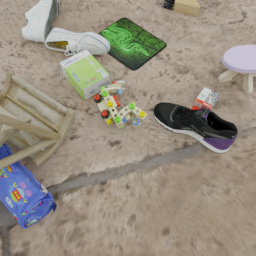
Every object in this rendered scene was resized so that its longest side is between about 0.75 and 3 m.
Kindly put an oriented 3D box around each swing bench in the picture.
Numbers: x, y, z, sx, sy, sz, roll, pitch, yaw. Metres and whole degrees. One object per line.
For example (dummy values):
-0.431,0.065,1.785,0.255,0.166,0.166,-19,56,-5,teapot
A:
-3.686,-0.309,7.860,2.957,2.973,1.929,31,107,22,swing bench

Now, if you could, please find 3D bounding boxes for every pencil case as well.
-3.068,1.455,7.589,2.584,1.008,1.122,41,95,22,pencil case

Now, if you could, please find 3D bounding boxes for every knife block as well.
2.222,-5.239,12.004,1.249,0.455,1.423,-22,62,-12,knife block

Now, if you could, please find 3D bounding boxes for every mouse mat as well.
0.025,-3.411,11.119,2.498,0.094,2.010,39,66,22,mouse mat

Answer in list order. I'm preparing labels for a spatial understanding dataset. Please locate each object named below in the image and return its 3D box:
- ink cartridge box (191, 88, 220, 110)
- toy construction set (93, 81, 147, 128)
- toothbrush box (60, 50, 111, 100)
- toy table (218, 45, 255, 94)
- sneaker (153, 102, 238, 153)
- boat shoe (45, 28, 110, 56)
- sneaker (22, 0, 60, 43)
2.568,-0.833,9.428,0.588,0.272,1.078,32,63,18,ink cartridge box
-0.321,-0.801,9.028,1.302,0.915,1.985,-27,56,2,toy construction set
-1.489,-1.884,9.843,1.111,0.657,1.526,-33,65,-18,toothbrush box
4.052,-2.121,9.762,1.798,1.053,1.653,1,59,0,toy table
2.067,-0.322,8.599,2.652,1.161,1.004,26,62,15,sneaker
-1.972,-2.989,10.360,2.537,0.937,1.082,17,60,13,boat shoe
-3.519,-4.657,11.341,1.154,1.013,2.879,3,59,5,sneaker
